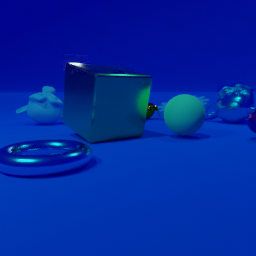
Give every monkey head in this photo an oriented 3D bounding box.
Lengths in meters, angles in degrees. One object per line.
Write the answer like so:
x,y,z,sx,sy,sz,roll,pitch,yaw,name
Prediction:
0.589,-0.743,10.058,1.115,0.802,0.672,-15,20,26,monkey head
-2.528,-0.680,8.592,1.609,0.970,1.158,12,33,-16,monkey head
3.522,-0.685,8.998,1.947,1.173,1.400,-4,-16,45,monkey head

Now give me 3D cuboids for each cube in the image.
-0.511,-0.614,6.247,1.398,1.398,1.398,-6,22,-37,cube

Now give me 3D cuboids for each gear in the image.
1.954,-0.716,9.924,1.782,0.330,1.782,-12,19,4,gear

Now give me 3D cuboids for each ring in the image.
-1.197,0.396,4.040,1.358,0.272,1.358,0,8,0,ring

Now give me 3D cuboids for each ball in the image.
1.260,-0.292,6.252,0.910,0.910,0.910,0,8,0,ball

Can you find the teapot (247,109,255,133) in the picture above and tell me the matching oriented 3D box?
2.902,-0.157,5.960,0.659,0.519,1.060,9,-31,32,teapot
